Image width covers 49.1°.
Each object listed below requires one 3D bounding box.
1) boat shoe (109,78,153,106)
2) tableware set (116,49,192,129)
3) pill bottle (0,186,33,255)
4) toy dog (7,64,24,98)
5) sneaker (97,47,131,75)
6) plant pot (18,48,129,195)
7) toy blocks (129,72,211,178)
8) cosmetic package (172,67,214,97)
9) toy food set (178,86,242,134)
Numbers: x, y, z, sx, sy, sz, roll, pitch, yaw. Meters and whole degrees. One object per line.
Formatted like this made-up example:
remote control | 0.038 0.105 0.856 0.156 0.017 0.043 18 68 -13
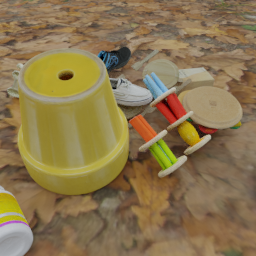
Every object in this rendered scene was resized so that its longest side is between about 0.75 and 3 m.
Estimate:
boat shoe | -0.233 -1.235 8.791 2.076 0.682 0.747 11 46 4
tableware set | 0.529 -1.267 9.554 2.785 0.558 1.841 -38 67 -8
pill bottle | -2.609 1.855 5.695 0.874 0.874 1.676 -23 36 -27
toy dog | -3.600 -1.867 10.538 1.466 1.055 1.512 17 35 -9
sneaker | -0.671 -2.778 11.259 0.771 0.863 2.107 27 58 35
plant pot | -1.344 -0.279 6.738 2.828 2.660 2.828 1 48 -1
toy blocks | 0.836 -0.211 7.436 2.016 0.878 2.418 -33 84 -34
cosmetic package | 1.995 -1.641 10.457 2.085 0.741 1.097 -8 38 -11
toy food set | 2.504 -0.586 8.472 1.860 0.452 1.841 -3 48 -7
